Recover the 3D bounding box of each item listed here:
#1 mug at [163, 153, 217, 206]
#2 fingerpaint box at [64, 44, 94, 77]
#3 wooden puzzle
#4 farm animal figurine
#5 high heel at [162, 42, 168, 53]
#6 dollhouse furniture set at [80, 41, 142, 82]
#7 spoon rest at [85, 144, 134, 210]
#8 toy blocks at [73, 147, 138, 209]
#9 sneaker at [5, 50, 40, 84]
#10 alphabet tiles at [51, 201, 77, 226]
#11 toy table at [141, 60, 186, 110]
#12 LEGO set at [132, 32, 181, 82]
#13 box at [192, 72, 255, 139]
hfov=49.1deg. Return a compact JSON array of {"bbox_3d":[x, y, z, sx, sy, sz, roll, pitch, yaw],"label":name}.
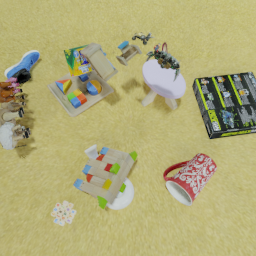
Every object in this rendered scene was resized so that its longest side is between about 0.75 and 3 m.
[{"bbox_3d":[2.239,1.681,10.262,1.528,1.149,1.722,41,65,19],"label":"mug"},{"bbox_3d":[-1.864,-2.759,11.336,0.468,1.065,1.277,1,22,35],"label":"fingerpaint box"},{"bbox_3d":[-2.159,-1.866,12.584,2.338,0.541,2.166,-33,65,-17],"label":"wooden puzzle"},{"bbox_3d":[-4.930,-0.557,11.078,1.555,2.983,2.950,-15,90,-10],"label":"farm animal figurine"},{"bbox_3d":[1.804,-3.754,13.706,0.316,0.451,0.939,-5,61,-3],"label":"high heel"},{"bbox_3d":[-0.671,-2.887,10.704,1.758,1.239,1.232,-39,30,-4],"label":"dollhouse furniture set"},{"bbox_3d":[-0.746,1.839,10.493,1.259,0.768,2.533,-30,78,-15],"label":"spoon rest"},{"bbox_3d":[-0.905,1.607,10.078,1.594,1.165,2.331,12,60,35],"label":"toy blocks"},{"bbox_3d":[-4.661,-2.749,12.954,1.905,0.731,1.060,-42,63,-17],"label":"sneaker"},{"bbox_3d":[-2.305,3.062,10.066,0.820,0.061,0.839,19,62,10],"label":"alphabet tiles"},{"bbox_3d":[1.465,-1.794,12.116,2.025,1.290,2.203,-22,62,-12],"label":"toy table"},{"bbox_3d":[1.106,-2.401,9.047,1.441,2.218,0.629,29,80,32],"label":"LEGO set"},{"bbox_3d":[4.475,-1.036,12.058,2.746,0.676,2.844,-9,62,-3],"label":"box"}]
